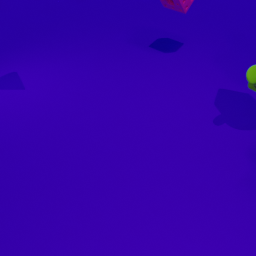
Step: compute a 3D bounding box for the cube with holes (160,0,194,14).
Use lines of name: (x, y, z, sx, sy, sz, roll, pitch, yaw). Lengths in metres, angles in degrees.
cube with holes: (1.668, -4.658, 9.434, 0.958, 0.958, 0.958, 33, 93, 31)

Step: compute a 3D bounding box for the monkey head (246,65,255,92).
monkey head: (3.345, -1.341, 6.186, 1.887, 1.358, 1.137, -7, -4, -2)
